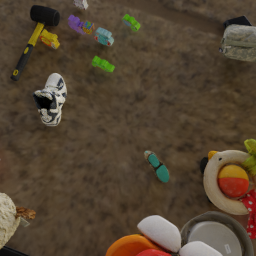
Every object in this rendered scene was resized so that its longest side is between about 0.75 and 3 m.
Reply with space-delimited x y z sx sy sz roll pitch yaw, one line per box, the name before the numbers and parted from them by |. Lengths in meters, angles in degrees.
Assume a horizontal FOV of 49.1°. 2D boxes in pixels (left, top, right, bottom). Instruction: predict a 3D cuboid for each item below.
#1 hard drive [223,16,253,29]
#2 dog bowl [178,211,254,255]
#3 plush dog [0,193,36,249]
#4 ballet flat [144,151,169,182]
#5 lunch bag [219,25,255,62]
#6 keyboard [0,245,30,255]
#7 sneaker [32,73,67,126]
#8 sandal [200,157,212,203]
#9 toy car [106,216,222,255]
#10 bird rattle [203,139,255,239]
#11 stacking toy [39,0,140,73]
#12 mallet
hard drive | 4.040 -3.361 9.921 0.914 0.287 1.355 -17 70 -6
dog bowl | 2.207 3.192 7.324 1.931 0.566 1.931 0 70 0
plush dog | -3.433 2.510 6.292 1.948 2.428 2.086 13 43 11
ballet flat | 0.818 1.072 8.096 0.394 0.438 1.163 -38 117 -6
lunch bag | 3.744 -2.694 8.904 1.552 1.301 1.081 11 111 14
keyboard | -4.099 3.814 7.247 2.910 0.300 1.849 17 64 7
sneaker | -2.398 -1.077 8.594 0.723 1.179 1.811 8 70 2
sandal | 2.447 1.473 8.094 0.512 0.326 1.361 -7 70 -3
toy car | 0.714 3.438 6.151 2.805 2.103 2.455 26 79 25
bird rattle | 3.162 1.586 7.686 2.177 1.505 2.671 6 82 4
stacking toy | -1.288 -3.340 9.773 2.901 0.682 2.187 28 74 8
mallet | -3.451 -3.011 9.703 0.976 0.610 2.964 24 75 8
